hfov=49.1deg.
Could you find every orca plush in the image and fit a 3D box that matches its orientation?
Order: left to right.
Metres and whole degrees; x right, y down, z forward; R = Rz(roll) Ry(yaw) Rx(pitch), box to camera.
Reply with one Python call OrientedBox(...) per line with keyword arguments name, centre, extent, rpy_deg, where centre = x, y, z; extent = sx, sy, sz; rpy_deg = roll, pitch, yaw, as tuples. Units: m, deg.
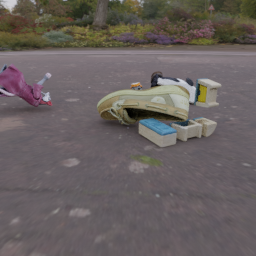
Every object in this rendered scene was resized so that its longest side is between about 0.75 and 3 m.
OrientedBox(name="orca plush", centre=(1.827, -1.423, 10.712), extent=(1.950, 1.026, 0.693), rpy_deg=(9, 2, 0))

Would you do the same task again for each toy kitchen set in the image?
OrientedBox(name="toy kitchen set", centre=(1.292, -0.491, 7.098), extent=(1.766, 1.415, 1.040), rpy_deg=(-11, 23, -29))

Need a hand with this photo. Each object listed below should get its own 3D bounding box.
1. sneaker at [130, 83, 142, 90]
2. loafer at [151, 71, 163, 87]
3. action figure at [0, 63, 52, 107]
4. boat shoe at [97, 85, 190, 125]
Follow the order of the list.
OrientedBox(name="sneaker", centre=(0.371, -1.595, 11.968), extent=(0.501, 0.495, 1.281), rpy_deg=(-13, -1, 8))
OrientedBox(name="loafer", centre=(1.252, -2.182, 12.295), extent=(0.567, 0.551, 1.553), rpy_deg=(-7, -11, 4))
OrientedBox(name="action figure", centre=(-3.460, -1.237, 9.402), extent=(1.996, 1.337, 1.486), rpy_deg=(32, 49, -9))
OrientedBox(name="boat shoe", centre=(0.302, -0.471, 7.627), extent=(2.768, 0.871, 1.010), rpy_deg=(-5, -26, 27))
